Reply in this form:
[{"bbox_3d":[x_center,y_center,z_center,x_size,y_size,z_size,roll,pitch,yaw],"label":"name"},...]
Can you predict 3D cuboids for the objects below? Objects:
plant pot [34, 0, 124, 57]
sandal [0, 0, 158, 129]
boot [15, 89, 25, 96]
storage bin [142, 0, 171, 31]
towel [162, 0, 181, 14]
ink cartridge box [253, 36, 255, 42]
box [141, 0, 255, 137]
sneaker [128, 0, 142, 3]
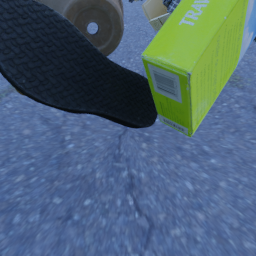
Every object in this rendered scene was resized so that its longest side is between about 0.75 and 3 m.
[{"bbox_3d":[-0.748,-1.825,4.643,1.713,1.713,1.494,-10,33,-15],"label":"plant pot"},{"bbox_3d":[-0.625,-0.584,3.682,0.659,1.035,2.753,-4,-21,42],"label":"sandal"},{"bbox_3d":[-0.985,-1.083,5.809,2.180,0.793,1.694,3,20,20],"label":"boot"},{"bbox_3d":[1.700,-3.897,7.979,2.124,1.003,2.140,-46,23,-8],"label":"storage bin"},{"bbox_3d":[1.569,-2.621,5.439,1.585,1.313,0.678,10,57,-33],"label":"towel"},{"bbox_3d":[2.463,-1.843,5.293,0.469,0.165,0.786,-33,62,-17],"label":"ink cartridge box"},{"bbox_3d":[1.184,-1.280,3.443,0.605,1.547,2.538,29,76,24],"label":"box"},{"bbox_3d":[0.470,-5.025,9.461,0.923,1.505,2.313,25,7,-16],"label":"sneaker"}]
